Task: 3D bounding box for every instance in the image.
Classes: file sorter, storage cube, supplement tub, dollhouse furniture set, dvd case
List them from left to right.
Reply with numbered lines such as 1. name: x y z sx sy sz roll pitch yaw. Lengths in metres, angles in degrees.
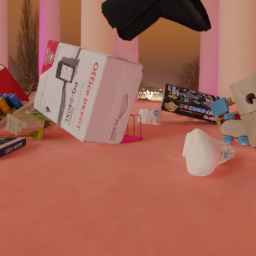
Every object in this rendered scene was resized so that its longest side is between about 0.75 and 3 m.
1. dvd case: -3.580 0.430 6.248 2.091 0.259 1.572 -1 7 -1
2. storage cube: -5.992 -1.646 12.547 2.115 1.901 1.808 -43 45 -18
3. supplement tub: -5.364 -1.126 14.302 2.016 1.459 1.459 3 7 19
4. file sorter: -0.281 -0.043 8.127 0.838 0.756 1.205 -7 9 -42
5. dollhouse furniture set: 3.256 -0.220 7.673 1.714 1.704 2.432 -6 -15 -35

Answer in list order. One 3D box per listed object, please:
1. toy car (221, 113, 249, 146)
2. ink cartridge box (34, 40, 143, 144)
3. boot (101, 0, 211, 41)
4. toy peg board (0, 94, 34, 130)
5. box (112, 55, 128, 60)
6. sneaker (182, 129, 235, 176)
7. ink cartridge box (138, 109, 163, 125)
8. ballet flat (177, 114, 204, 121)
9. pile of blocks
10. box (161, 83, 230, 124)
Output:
1. toy car: 2.934 0.148 7.508 0.767 0.799 0.867 3 -22 27
2. ink cartridge box: -1.237 -1.068 7.684 1.232 2.147 2.956 6 15 -44
3. boot: 0.725 -2.919 7.273 2.389 0.912 2.007 30 -42 -35
4. toy peg board: -4.191 -0.580 8.563 1.871 0.915 1.863 7 41 46
5. box: -0.879 -2.569 12.716 1.493 0.853 1.639 -14 0 26
6. sneaker: 1.464 0.415 4.883 0.851 0.724 1.923 13 7 7
7. ink cartridge box: 0.968 -0.493 12.338 1.058 0.614 0.359 7 -7 43
8. ballet flat: 3.263 -0.737 14.045 2.047 0.736 0.736 17 8 5
9. pile of blocks: -2.655 -0.059 8.572 1.101 0.833 2.681 17 14 5
10. box: 3.006 -1.185 13.062 2.830 0.708 2.852 13 22 3
